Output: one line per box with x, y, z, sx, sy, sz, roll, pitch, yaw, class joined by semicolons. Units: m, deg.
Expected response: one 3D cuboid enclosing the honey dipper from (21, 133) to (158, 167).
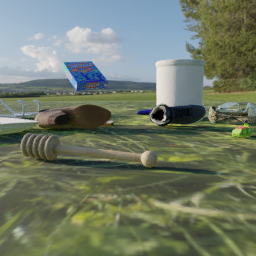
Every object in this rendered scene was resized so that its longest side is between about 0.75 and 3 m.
-0.751;0.443;5.209;2.620;0.498;0.498;5;8;17;honey dipper

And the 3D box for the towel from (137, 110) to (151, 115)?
1.152;-0.989;17.250;0.931;0.312;1.260;3;8;17;towel

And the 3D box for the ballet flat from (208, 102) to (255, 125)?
4.618;-0.620;11.603;2.483;0.935;0.842;3;35;20;ballet flat

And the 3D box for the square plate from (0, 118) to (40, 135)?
-4.886;-0.039;9.244;2.758;0.396;2.784;5;9;34;square plate

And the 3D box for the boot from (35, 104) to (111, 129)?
-2.187;-0.453;10.650;2.570;0.903;1.879;-5;8;-34;boot

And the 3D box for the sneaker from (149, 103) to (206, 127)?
1.891;-0.521;10.672;2.220;0.844;1.604;-8;-5;12;sneaker

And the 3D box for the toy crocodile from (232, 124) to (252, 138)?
3.422;0.091;8.400;0.373;0.342;1.106;6;10;41;toy crocodile

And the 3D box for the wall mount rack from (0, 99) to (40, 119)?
-6.140;-1.050;14.569;2.558;1.098;2.945;1;6;8;wall mount rack

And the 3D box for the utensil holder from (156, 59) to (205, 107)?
2.619;-1.917;14.280;2.453;2.886;2.453;1;7;0;utensil holder

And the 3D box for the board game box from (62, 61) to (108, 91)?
-2.015;-2.455;12.988;1.493;0.442;1.963;-10;43;-29;board game box

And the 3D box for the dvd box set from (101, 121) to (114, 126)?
-1.091;-0.192;11.521;0.938;0.138;0.686;1;7;4;dvd box set
